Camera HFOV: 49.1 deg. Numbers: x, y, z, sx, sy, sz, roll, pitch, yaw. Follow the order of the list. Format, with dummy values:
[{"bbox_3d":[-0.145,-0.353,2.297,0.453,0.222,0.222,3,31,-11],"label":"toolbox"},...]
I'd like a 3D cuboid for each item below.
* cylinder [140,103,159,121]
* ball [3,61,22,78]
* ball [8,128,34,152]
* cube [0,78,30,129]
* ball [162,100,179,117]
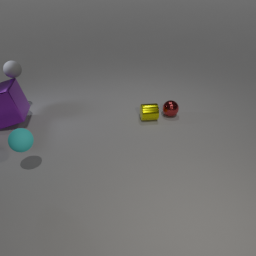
[{"bbox_3d":[0.890,-0.672,11.743,0.700,0.700,0.700,-4,30,-7],"label":"cylinder"},{"bbox_3d":[-4.714,-2.391,11.438,0.700,0.700,0.700,0,29,0],"label":"ball"},{"bbox_3d":[-3.101,0.355,8.110,0.700,0.700,0.700,0,29,0],"label":"ball"},{"bbox_3d":[-4.955,-0.945,11.172,1.400,1.400,1.400,-18,31,2],"label":"cube"},{"bbox_3d":[1.833,-0.841,12.039,0.700,0.700,0.700,0,29,0],"label":"ball"}]
